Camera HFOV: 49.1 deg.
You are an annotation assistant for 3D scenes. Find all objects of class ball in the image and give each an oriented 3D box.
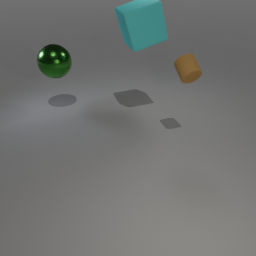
[{"bbox_3d":[-3.047,-2.762,11.632,1.400,1.400,1.400,0,29,0],"label":"ball"}]

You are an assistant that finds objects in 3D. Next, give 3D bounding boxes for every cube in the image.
[{"bbox_3d":[0.489,-3.903,10.458,1.400,1.400,1.400,-22,36,-4],"label":"cube"}]

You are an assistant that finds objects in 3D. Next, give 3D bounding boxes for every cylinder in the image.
[{"bbox_3d":[1.937,-1.919,9.070,0.700,0.700,0.700,-11,67,-18],"label":"cylinder"}]
